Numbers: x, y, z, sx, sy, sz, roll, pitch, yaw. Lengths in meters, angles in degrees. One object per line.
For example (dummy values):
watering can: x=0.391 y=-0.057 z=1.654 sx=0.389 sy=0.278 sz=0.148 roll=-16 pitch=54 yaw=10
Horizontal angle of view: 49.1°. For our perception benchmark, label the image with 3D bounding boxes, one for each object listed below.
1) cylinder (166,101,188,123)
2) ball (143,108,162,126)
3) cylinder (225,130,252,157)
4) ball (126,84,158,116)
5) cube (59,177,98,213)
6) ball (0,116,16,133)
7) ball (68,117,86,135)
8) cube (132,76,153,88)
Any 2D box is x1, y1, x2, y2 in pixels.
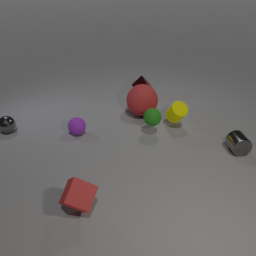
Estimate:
cylinder: x=1.985 y=-0.645 z=11.408 sx=0.700 sy=0.700 sz=0.700 roll=6 pitch=66 yaw=-15
ball: x=0.948 y=-0.419 z=10.856 sx=0.700 sy=0.700 sz=0.700 roll=0 pitch=29 yaw=0
cylinder: x=3.939 y=0.541 z=9.985 sx=0.700 sy=0.700 sz=0.700 roll=-3 pitch=29 yaw=-5
ball: x=0.628 y=-1.234 z=12.417 sx=1.400 sy=1.400 sz=1.400 roll=0 pitch=29 yaw=0
cube: x=-1.298 y=1.751 z=7.320 sx=0.700 sy=0.700 sz=0.700 roll=26 pitch=67 yaw=-16
ball: x=-4.861 y=-0.138 z=11.221 sx=0.700 sy=0.700 sz=0.700 roll=0 pitch=29 yaw=0
ball: x=-2.018 y=-0.077 z=11.061 sx=0.700 sy=0.700 sz=0.700 roll=0 pitch=29 yaw=0
cube: x=0.744 y=-2.032 z=13.978 sx=0.700 sy=0.700 sz=0.700 roll=32 pitch=24 yaw=-45
